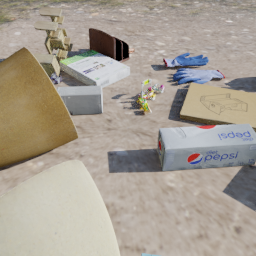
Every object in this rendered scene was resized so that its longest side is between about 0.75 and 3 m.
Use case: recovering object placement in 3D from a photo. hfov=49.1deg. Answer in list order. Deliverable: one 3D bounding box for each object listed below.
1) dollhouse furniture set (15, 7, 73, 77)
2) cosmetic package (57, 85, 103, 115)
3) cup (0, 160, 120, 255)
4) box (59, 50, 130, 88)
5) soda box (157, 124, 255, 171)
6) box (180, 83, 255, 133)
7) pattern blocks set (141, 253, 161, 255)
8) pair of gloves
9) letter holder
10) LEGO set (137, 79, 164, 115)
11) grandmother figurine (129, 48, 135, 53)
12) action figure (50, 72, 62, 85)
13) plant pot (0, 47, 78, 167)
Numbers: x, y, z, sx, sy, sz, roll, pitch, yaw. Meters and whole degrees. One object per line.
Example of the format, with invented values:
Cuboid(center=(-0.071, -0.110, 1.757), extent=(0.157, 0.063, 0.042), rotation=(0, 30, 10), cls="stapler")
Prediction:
Cuboid(center=(-3.358, -3.283, 11.197), extent=(1.509, 1.992, 2.272), rotation=(6, 66, 6), cls="dollhouse furniture set")
Cuboid(center=(-1.548, -0.893, 9.080), extent=(1.468, 0.784, 0.662), rotation=(-3, 37, -1), cls="cosmetic package")
Cuboid(center=(-1.187, 2.115, 4.137), extent=(2.747, 2.747, 1.965), rotation=(-33, 76, -34), cls="cup")
Cuboid(center=(-1.357, -2.401, 11.281), extent=(1.740, 0.438, 2.411), rotation=(-31, 49, -33), cls="box")
Cuboid(center=(2.057, 0.483, 7.311), extent=(2.497, 0.792, 0.852), rotation=(-3, 38, -4), cls="soda box")
Cuboid(center=(3.154, -0.721, 9.272), extent=(2.522, 0.268, 2.062), rotation=(13, 40, 15), cls="box")
Cuboid(center=(0.736, 3.303, 4.205), extent=(2.380, 0.219, 2.707), rotation=(11, 40, 14), cls="pattern blocks set")
Cuboid(center=(2.595, -2.431, 11.437), extent=(2.058, 0.292, 2.559), rotation=(-7, 40, -12), cls="pair of gloves")
Cuboid(center=(-0.846, -3.722, 12.267), extent=(0.888, 1.256, 1.767), rotation=(-30, 47, -32), cls="letter holder")
Cuboid(center=(0.664, -1.164, 9.543), extent=(0.761, 0.616, 1.655), rotation=(14, 41, 17), cls="LEGO set")
Cuboid(center=(-0.062, -3.516, 12.866), extent=(0.755, 0.229, 0.458), rotation=(-17, 13, -16), cls="grandmother figurine")
Cuboid(center=(-2.932, -1.688, 10.449), extent=(0.645, 0.344, 0.991), rotation=(24, 47, 19), cls="action figure")
Cuboid(center=(-3.184, -0.168, 6.980), extent=(2.890, 2.693, 2.693), rotation=(-31, 47, -17), cls="plant pot")
